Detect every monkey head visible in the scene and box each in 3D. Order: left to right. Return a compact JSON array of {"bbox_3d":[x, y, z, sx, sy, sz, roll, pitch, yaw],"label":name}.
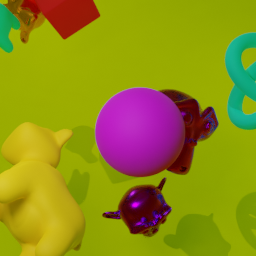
[{"bbox_3d":[-1.950,-2.263,5.599,0.991,1.377,0.830,45,23,19],"label":"monkey head"},{"bbox_3d":[0.235,1.285,4.324,1.169,0.841,0.704,-27,55,-15],"label":"monkey head"},{"bbox_3d":[0.702,0.036,4.345,1.723,1.038,1.240,19,87,-30],"label":"monkey head"}]

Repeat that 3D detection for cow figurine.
[{"bbox_3d":[-2.258,-1.628,4.401,0.600,1.076,1.093,3,69,17],"label":"cow figurine"},{"bbox_3d":[-0.828,0.584,2.751,0.733,1.314,1.335,-42,85,22],"label":"cow figurine"}]

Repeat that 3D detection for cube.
[{"bbox_3d":[-1.157,-2.336,5.078,0.855,0.855,0.855,-32,73,4],"label":"cube"}]

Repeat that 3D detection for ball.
[{"bbox_3d":[0.144,0.052,3.411,1.082,1.082,1.082,0,57,0],"label":"ball"}]

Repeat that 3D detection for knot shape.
[{"bbox_3d":[2.119,-0.641,4.383,1.575,0.728,1.474,39,110,25],"label":"knot shape"}]
